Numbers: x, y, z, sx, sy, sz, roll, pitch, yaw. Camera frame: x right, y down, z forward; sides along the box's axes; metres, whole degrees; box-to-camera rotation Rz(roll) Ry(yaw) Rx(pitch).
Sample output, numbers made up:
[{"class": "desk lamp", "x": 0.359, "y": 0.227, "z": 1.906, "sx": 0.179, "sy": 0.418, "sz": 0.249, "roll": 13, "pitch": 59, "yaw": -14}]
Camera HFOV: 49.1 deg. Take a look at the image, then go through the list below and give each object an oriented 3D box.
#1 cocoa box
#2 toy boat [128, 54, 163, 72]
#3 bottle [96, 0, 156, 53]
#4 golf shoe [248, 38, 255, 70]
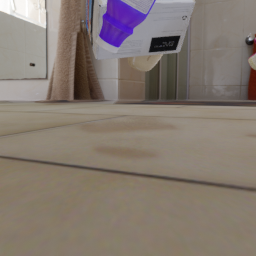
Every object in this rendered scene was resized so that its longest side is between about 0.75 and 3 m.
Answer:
[{"class": "cocoa box", "x": 0.221, "y": -3.422, "z": 8.443, "sx": 2.770, "sy": 1.818, "sz": 1.847, "roll": -9, "pitch": -34, "yaw": -15}, {"class": "toy boat", "x": 0.385, "y": -3.374, "z": 11.033, "sx": 2.297, "sy": 1.931, "sz": 1.068, "roll": 19, "pitch": 31, "yaw": -31}, {"class": "bottle", "x": 0.046, "y": -2.150, "z": 4.715, "sx": 0.755, "sy": 1.808, "sz": 0.590, "roll": 24, "pitch": 28, "yaw": -17}, {"class": "golf shoe", "x": 3.623, "y": -2.504, "z": 6.464, "sx": 1.040, "sy": 2.763, "sz": 1.264, "roll": 29, "pitch": -13, "yaw": -38}]
